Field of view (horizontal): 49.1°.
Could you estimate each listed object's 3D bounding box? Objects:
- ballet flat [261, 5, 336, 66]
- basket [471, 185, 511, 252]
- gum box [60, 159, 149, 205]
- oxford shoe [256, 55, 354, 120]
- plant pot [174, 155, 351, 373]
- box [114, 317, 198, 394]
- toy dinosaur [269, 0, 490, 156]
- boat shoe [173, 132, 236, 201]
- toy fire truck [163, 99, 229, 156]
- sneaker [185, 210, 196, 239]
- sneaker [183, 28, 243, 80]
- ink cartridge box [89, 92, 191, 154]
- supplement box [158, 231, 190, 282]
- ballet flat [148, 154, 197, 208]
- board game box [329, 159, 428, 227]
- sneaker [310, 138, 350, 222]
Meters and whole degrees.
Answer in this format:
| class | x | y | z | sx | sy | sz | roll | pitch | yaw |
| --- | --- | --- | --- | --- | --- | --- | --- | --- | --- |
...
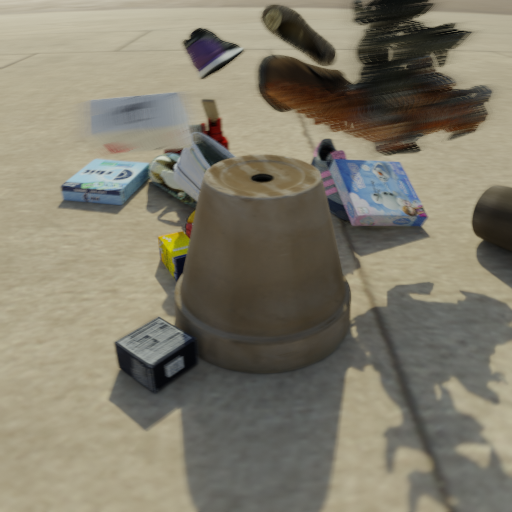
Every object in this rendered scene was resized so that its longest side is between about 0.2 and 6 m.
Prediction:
| class | x | y | z | sx | sy | sz | roll | pitch | yaw |
| --- | --- | --- | --- | --- | --- | --- | --- | --- | --- |
| ballet flat | 1.016 | -5.085 | 13.049 | 2.060 | 0.694 | 0.477 | 31 | 43 | -20 |
| basket | 5.162 | -0.559 | 10.384 | 1.761 | 1.329 | 1.954 | 32 | -1 | -38 |
| gum box | -3.559 | -1.796 | 13.429 | 1.486 | 0.390 | 1.749 | 6 | 31 | 10 |
| oxford shoe | 1.257 | -3.678 | 12.008 | 1.378 | 1.186 | 3.265 | 4 | 8 | 39 |
| plant pot | 0.087 | -0.082 | 8.449 | 2.842 | 2.466 | 2.842 | -1 | 31 | 0 |
| box | -1.394 | 1.368 | 7.863 | 0.823 | 0.511 | 0.830 | 24 | 38 | 35 |
| toy dinosaur | 2.352 | -2.848 | 9.764 | 3.975 | 2.698 | 2.030 | -19 | 49 | -27 |
| boat shoe | -0.279 | -1.169 | 10.758 | 3.425 | 1.144 | 1.260 | 35 | 41 | 18 |
| toy fire truck | -1.523 | -3.128 | 14.195 | 1.682 | 1.910 | 1.229 | -6 | 30 | -11 |
| sneaker | -0.795 | -0.795 | 11.532 | 0.752 | 0.712 | 1.830 | 14 | 41 | 12 |
| sneaker | -0.929 | -4.548 | 12.135 | 0.820 | 0.948 | 2.164 | -31 | 15 | 21 |
| ink cartridge box | -0.993 | -1.154 | 4.923 | 0.775 | 0.323 | 0.563 | -5 | -7 | 2 |
| supplement box | -1.399 | -0.003 | 10.232 | 0.503 | 0.500 | 0.919 | -15 | 33 | -23 |
| ballet flat | -1.948 | -1.879 | 12.927 | 0.952 | 0.952 | 2.563 | -23 | 36 | -34 |
| board game box | 2.567 | -1.348 | 11.863 | 1.660 | 0.362 | 1.668 | -2 | 52 | -19 |
| sneaker | 1.863 | -1.734 | 12.591 | 0.920 | 1.075 | 2.621 | -10 | 37 | -17 |
